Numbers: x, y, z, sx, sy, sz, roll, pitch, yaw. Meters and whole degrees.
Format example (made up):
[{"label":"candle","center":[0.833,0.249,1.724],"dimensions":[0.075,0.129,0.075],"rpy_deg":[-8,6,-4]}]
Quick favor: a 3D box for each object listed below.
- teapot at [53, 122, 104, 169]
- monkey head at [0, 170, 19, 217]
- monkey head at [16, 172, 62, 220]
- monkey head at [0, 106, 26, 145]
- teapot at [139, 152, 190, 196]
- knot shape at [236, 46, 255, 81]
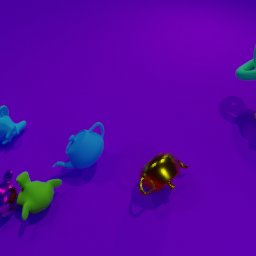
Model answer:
[{"label":"teapot","center":[-1.155,0.503,6.899],"dimensions":[1.585,0.776,0.986],"rpy_deg":[-48,25,2]},{"label":"monkey head","center":[-2.888,1.546,6.270],"dimensions":[0.830,0.695,1.153],"rpy_deg":[2,52,17]},{"label":"monkey head","center":[-2.084,1.424,6.235],"dimensions":[0.723,0.863,1.200],"rpy_deg":[12,38,29]},{"label":"monkey head","center":[-3.354,-0.074,7.642],"dimensions":[0.809,1.343,0.966],"rpy_deg":[46,37,-4]},{"label":"teapot","center":[0.834,1.077,6.567],"dimensions":[1.649,1.025,0.807],"rpy_deg":[-27,68,-38]},{"label":"knot shape","center":[3.837,-1.764,7.847],"dimensions":[0.815,1.650,1.763],"rpy_deg":[19,74,-34]}]
